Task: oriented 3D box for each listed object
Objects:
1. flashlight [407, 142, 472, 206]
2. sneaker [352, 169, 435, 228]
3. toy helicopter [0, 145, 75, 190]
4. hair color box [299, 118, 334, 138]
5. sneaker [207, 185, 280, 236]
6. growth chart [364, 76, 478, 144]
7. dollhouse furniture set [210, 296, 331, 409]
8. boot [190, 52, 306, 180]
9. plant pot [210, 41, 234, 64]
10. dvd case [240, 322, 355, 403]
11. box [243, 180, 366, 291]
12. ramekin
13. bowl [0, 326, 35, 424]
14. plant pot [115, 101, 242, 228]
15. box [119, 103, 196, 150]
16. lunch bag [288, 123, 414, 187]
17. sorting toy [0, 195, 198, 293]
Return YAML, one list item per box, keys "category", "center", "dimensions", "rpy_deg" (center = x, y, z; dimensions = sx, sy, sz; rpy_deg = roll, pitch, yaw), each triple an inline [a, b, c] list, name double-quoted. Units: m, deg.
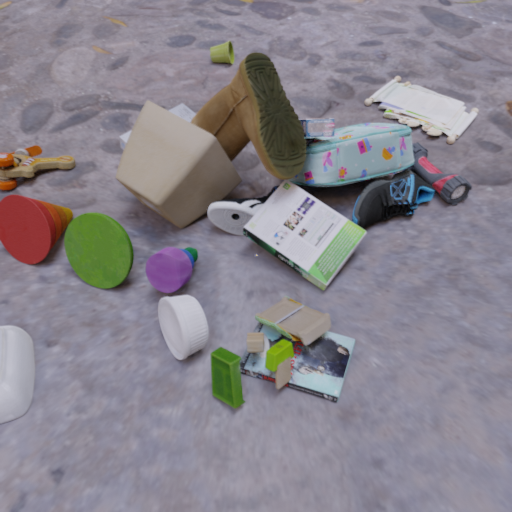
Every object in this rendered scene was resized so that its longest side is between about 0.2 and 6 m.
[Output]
- category: "flashlight"
  center: [3.990, -1.904, 12.521]
  dimensions: [0.633, 0.635, 1.870]
  rpy_deg: [-12, 46, -18]
- category: "sneaker"
  center: [2.851, -1.157, 11.642]
  dimensions: [2.165, 0.792, 0.887]
  rpy_deg: [-34, 53, -29]
- category: "toy helicopter"
  center: [-5.130, -2.138, 12.881]
  dimensions: [1.841, 0.726, 1.218]
  rpy_deg: [-7, 35, -22]
- category: "hair color box"
  center: [1.084, -2.570, 11.232]
  dimensions: [0.593, 0.359, 1.186]
  rpy_deg: [-6, 14, -14]
- category: "sneaker"
  center: [0.051, -0.999, 11.570]
  dimensions: [2.022, 0.739, 1.131]
  rpy_deg: [9, 44, -3]
- category: "growth chart"
  center: [4.354, -3.921, 14.842]
  dimensions: [2.911, 0.258, 2.106]
  rpy_deg: [34, 54, 30]
- category: "dollhouse furniture set"
  center: [0.243, 1.537, 9.056]
  dimensions: [1.069, 0.826, 2.138]
  rpy_deg: [18, 32, 38]
- category: "boot"
  center: [-0.268, -2.396, 11.701]
  dimensions: [0.988, 2.989, 2.618]
  rpy_deg: [-9, 81, -29]
- category: "plant pot"
  center: [-1.041, -6.075, 16.826]
  dimensions: [0.620, 0.674, 0.674]
  rpy_deg: [-2, 43, 14]
- category: "dvd case"
  center: [0.684, 1.641, 9.228]
  dimensions: [1.670, 0.184, 1.219]
  rpy_deg: [14, 46, 15]
- category: "box"
  center: [0.916, -0.431, 10.672]
  dimensions: [1.931, 0.351, 1.394]
  rpy_deg: [35, 70, 15]
- category: "ramekin"
  center: [-1.178, 1.129, 9.165]
  dimensions: [0.495, 1.064, 1.064]
  rpy_deg: [-16, 46, -28]
- category: "bowl"
  center: [-4.420, 1.827, 8.727]
  dimensions: [1.720, 0.643, 1.723]
  rpy_deg: [-11, 47, -10]
- category: "plant pot"
  center: [-1.696, -1.688, 11.371]
  dimensions: [1.851, 1.853, 1.640]
  rpy_deg: [32, 81, 25]
- category: "box"
  center: [-1.999, -2.707, 13.255]
  dimensions: [1.933, 0.398, 1.507]
  rpy_deg: [-37, 67, -27]
- category: "lunch bag"
  center: [1.873, -2.242, 12.187]
  dimensions: [2.622, 1.011, 2.103]
  rpy_deg: [-14, 19, -17]
- category: "sorting toy"
  center: [-2.902, -0.342, 10.763]
  dimensions: [4.121, 1.429, 1.419]
  rpy_deg: [15, 23, 17]
